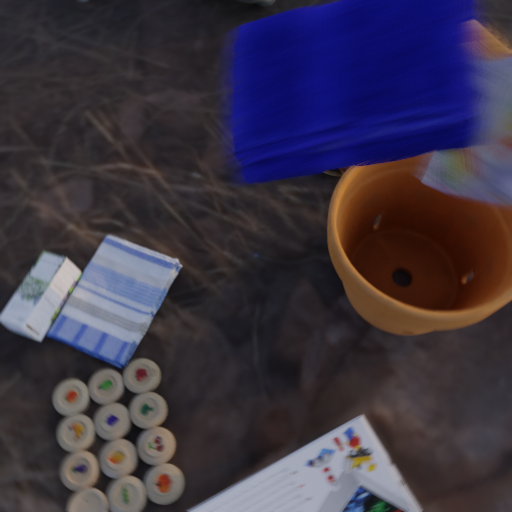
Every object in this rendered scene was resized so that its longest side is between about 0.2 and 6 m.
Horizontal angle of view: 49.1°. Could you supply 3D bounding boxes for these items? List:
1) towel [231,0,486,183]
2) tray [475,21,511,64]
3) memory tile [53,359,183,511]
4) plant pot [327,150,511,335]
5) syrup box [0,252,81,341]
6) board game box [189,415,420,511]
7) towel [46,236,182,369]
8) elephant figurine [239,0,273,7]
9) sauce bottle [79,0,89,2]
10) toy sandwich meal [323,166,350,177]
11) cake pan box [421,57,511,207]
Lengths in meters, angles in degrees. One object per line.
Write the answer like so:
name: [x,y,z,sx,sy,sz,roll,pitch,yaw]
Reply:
towel: [0.813,-1.598,4.997,2.215,0.549,1.636,-6,81,22]
tray: [3.165,-2.895,7.922,1.992,0.369,0.982,39,40,-6]
memory tile: [-1.825,2.383,7.267,1.476,0.162,1.926,-15,65,-7]
plant pot: [2.135,-0.021,7.583,2.522,1.765,2.522,0,63,-1]
syrup box: [-3.053,0.569,7.974,0.457,0.473,1.161,14,64,23]
board game box: [0.513,3.343,6.594,2.783,0.482,1.757,-25,66,-12]
towel: [-2.043,0.605,8.141,1.315,0.213,1.791,21,65,11]
elephant figurine: [-0.583,-5.751,10.850,2.207,1.713,1.562,34,107,27]
sauce bottle: [-3.017,-5.950,11.190,0.701,0.701,2.124,18,63,9]
toy sandwich meal: [1.405,-1.834,9.237,1.309,0.448,1.309,0,63,0]
cake pan box: [2.551,-1.337,5.943,0.424,1.623,1.495,21,98,-17]
